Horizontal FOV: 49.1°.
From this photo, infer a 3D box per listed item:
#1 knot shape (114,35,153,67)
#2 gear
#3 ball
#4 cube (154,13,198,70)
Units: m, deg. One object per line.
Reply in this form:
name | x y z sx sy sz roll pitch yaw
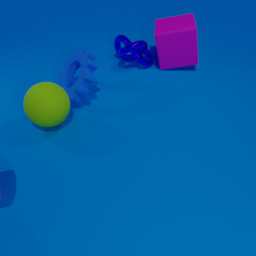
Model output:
knot shape | 0.186 -2.803 10.097 1.643 0.759 1.537 22 6 2
gear | -1.574 -1.552 8.461 0.312 1.690 1.690 21 24 -41
ball | -2.173 -0.629 7.536 1.206 1.206 1.206 0 41 0
cube | 1.758 -3.132 10.177 1.390 1.390 1.390 -6 40 12
